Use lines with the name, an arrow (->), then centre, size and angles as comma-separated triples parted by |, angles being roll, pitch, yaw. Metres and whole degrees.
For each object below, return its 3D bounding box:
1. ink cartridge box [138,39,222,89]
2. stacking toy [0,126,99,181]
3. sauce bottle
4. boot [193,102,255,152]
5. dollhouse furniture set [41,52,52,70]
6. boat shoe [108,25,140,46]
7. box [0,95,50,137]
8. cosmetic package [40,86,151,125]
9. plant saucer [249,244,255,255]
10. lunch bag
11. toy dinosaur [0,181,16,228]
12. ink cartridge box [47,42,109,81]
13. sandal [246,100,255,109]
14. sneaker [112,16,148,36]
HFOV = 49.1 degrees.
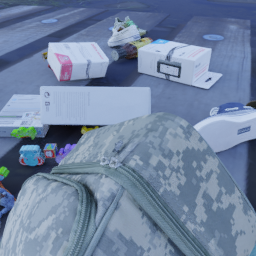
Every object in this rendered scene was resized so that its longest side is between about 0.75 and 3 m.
ink cartridge box -> 2.060, -2.556, 10.862 | 2.945, 0.999, 1.708 | 20, 39, 28
stacking toy -> -1.834, 0.650, 6.528 | 2.401, 0.564, 1.810 | 0, 32, 3
sauce bottle -> 0.237, -3.508, 12.537 | 0.736, 0.736, 2.231 | 28, 41, 35
boot -> 2.455, -0.097, 7.421 | 2.562, 0.932, 1.158 | -8, 27, -25
dollhouse furniture set -> -2.625, -2.832, 11.414 | 1.585, 0.853, 0.645 | -16, 28, -10
boat shoe -> -0.293, -4.404, 13.244 | 0.823, 0.811, 2.322 | -24, 19, -26
box -> -2.932, -0.405, 8.193 | 1.447, 0.382, 1.856 | 1, 35, 0
cosmetic package -> -0.789, -0.572, 7.463 | 2.719, 0.969, 1.379 | 0, 3, 2
plant saucer -> 2.206, 2.387, 2.912 | 2.571, 0.462, 2.571 | -5, 60, 9
lunch bag -> -0.275, 1.201, 3.036 | 2.172, 1.804, 2.589 | -47, 18, -26
toy dinosaur -> -2.356, 1.315, 5.428 | 1.104, 0.639, 1.217 | 11, 31, 5
ink cartridge box -> -1.864, -2.510, 10.456 | 1.882, 0.779, 1.379 | -11, 52, -31
sandal -> 4.335, -0.507, 8.287 | 1.630, 0.666, 0.445 | 6, 12, 21
sneaker -> 0.060, -5.567, 15.376 | 2.246, 0.995, 0.864 | 19, 38, 26
